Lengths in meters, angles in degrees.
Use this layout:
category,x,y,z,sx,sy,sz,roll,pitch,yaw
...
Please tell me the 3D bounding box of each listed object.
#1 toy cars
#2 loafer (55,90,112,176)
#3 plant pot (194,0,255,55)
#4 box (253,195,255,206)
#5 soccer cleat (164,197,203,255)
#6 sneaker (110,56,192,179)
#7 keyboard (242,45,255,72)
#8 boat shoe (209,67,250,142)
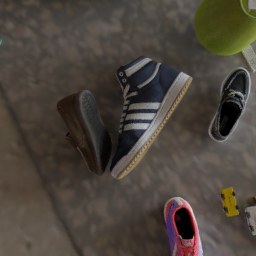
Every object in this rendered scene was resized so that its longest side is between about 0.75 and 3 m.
category,x,y,z,sx,sy,sz,roll,pitch,yaw
toy cars,2.628,1.913,6.529,1.337,0.296,0.600,36,88,3
loafer,-0.935,0.140,6.165,0.784,2.208,0.806,2,37,19
plant pot,2.546,-2.632,6.376,1.651,1.764,1.651,0,95,-1
box,3.917,2.035,6.557,1.634,0.174,1.336,-15,80,-2
soccer cleat,1.287,2.671,6.108,0.767,0.823,2.248,-11,80,-2
sneaker,0.079,-0.355,6.552,1.572,1.016,2.898,33,83,9
keyboard,3.160,-1.940,7.318,0.277,0.052,0.982,-23,81,-4
boat shoe,2.507,-0.617,6.747,0.704,0.665,1.962,25,83,6
